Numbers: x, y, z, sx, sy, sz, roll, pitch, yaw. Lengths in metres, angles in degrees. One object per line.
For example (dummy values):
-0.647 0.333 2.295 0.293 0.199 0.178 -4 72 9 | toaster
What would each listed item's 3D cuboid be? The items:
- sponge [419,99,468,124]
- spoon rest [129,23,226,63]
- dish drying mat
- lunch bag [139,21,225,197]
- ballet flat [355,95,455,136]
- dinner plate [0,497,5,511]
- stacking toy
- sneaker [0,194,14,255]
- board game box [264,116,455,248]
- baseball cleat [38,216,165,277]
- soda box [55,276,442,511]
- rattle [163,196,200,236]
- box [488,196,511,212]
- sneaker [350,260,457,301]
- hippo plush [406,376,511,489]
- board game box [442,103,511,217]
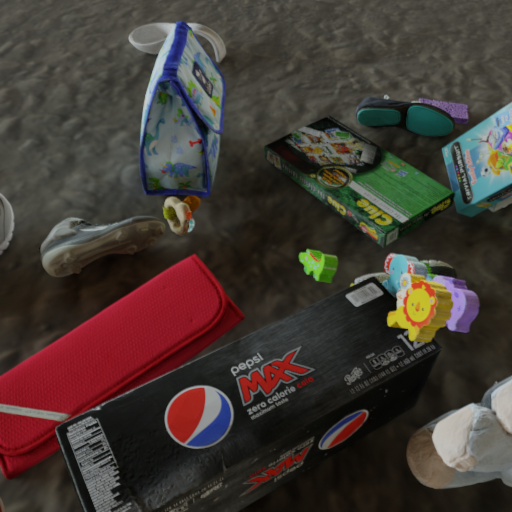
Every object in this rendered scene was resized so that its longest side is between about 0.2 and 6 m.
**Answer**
4.641 -3.597 13.929 1.199 0.179 0.669 10 48 10 | sponge
-2.260 -6.187 15.901 2.802 0.849 1.392 13 48 10 | spoon rest
-2.202 1.510 8.449 3.984 0.363 1.530 -34 59 -13 | dish drying mat
-1.541 -3.001 11.575 1.785 2.802 2.382 0 46 0 | lunch bag
3.559 -3.415 13.371 2.321 0.848 0.848 9 48 12 | ballet flat
-3.952 3.453 6.842 1.681 0.204 1.681 20 52 -28 | dinner plate
2.304 0.401 7.659 2.352 0.733 3.119 9 11 -24 | stacking toy
-5.364 -0.297 10.176 1.052 1.155 2.816 7 47 6 | sneaker
2.049 -1.727 11.838 1.972 0.442 3.765 -27 49 -24 | board game box
-2.940 -0.437 10.557 2.312 0.806 1.231 -21 50 -19 | baseball cleat
0.036 2.134 7.520 4.831 1.709 1.530 -22 52 -21 | soda box
-1.192 -0.815 10.647 0.882 1.234 0.804 -6 89 -31 | rattle
4.987 -1.403 11.676 0.735 0.483 0.739 -24 51 -21 | box
2.595 0.670 9.696 1.894 0.705 0.801 -14 54 -1 | sneaker
3.437 2.829 7.089 2.827 2.252 2.273 5 49 -58 | hippo plush
4.696 -1.908 10.842 0.484 2.063 1.557 12 61 -31 | board game box
